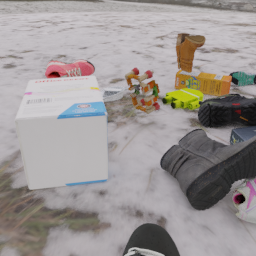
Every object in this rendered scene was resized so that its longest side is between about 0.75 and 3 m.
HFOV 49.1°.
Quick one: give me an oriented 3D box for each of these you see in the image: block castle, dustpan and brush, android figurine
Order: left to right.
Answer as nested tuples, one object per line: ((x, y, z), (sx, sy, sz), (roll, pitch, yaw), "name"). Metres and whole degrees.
((-0.361, -1.495, 11.398), (1.721, 0.492, 1.201), (0, 28, -1), "dustpan and brush")
((0.511, -1.185, 8.807), (0.637, 1.358, 0.907), (-33, 33, -25), "block castle")
((2.209, -1.161, 10.923), (1.693, 0.348, 1.541), (-19, 33, -30), "android figurine")

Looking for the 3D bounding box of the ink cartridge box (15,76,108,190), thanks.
((-1.605, -0.125, 7.310), (1.883, 1.834, 2.929), (-5, 28, -9), "ink cartridge box")

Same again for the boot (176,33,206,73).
((2.439, -2.873, 10.949), (0.698, 1.467, 1.896), (-7, 25, -10), "boot")

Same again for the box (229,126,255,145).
((3.914, 0.595, 7.369), (1.590, 0.514, 2.016), (-6, 28, -10), "box")

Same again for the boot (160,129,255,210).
((2.069, 0.449, 6.293), (2.675, 0.933, 1.761), (-30, 33, -1), "boot")

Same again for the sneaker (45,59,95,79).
((-2.809, -2.636, 13.457), (2.443, 0.900, 1.060), (-1, 40, 7), "sneaker")

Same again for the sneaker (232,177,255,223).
((2.534, 1.336, 5.833), (0.690, 0.636, 1.563), (9, 28, 12), "sneaker")

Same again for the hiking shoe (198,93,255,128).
((3.824, -0.703, 9.185), (2.988, 1.132, 1.504), (4, 31, 10), "hiking shoe")

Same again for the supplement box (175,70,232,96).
((3.167, -1.929, 11.963), (2.262, 0.753, 0.778), (14, 33, 26), "supplement box")

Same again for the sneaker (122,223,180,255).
((0.262, 2.150, 3.594), (1.100, 1.314, 2.970), (3, 26, 8), "sneaker")

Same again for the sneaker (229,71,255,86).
((5.257, -2.290, 12.931), (1.771, 0.659, 0.775), (2, 15, -19), "sneaker")
